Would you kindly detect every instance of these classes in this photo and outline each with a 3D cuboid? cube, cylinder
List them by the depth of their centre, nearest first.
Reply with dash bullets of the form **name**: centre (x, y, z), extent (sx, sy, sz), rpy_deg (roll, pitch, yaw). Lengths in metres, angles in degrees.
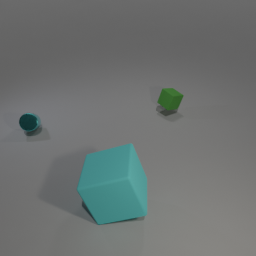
- **cube**: centre (-0.346, 1.492, 7.523), extent (1.400, 1.400, 1.400), rpy_deg (-15, 31, 13)
- **cylinder**: centre (-3.814, -0.232, 10.934), extent (0.700, 0.700, 0.700), rpy_deg (-5, 3, -8)
- **cube**: centre (1.823, -1.252, 12.073), extent (0.700, 0.700, 0.700), rpy_deg (-9, 39, -41)
